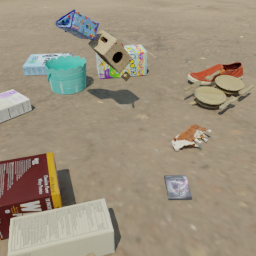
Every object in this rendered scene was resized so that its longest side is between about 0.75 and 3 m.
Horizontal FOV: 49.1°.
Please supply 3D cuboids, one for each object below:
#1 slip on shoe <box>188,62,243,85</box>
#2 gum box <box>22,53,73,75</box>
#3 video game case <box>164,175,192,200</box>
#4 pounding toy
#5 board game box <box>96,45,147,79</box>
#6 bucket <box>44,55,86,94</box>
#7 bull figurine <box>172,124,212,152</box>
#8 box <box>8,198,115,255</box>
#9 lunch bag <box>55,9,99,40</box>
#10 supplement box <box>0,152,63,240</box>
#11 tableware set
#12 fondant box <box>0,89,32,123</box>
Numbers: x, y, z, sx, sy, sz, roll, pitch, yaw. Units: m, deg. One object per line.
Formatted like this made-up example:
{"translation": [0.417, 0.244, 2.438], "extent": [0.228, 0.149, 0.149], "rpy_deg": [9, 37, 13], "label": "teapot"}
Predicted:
{"translation": [4.339, -2.737, 13.846], "extent": [2.956, 0.905, 1.095], "rpy_deg": [-8, 35, -10], "label": "slip on shoe"}
{"translation": [-4.329, -3.545, 15.421], "extent": [2.368, 0.528, 2.012], "rpy_deg": [-1, 33, -2], "label": "gum box"}
{"translation": [1.382, 1.646, 7.803], "extent": [0.643, 0.085, 0.899], "rpy_deg": [-1, 32, -1], "label": "video game case"}
{"translation": [-0.293, -2.535, 10.291], "extent": [0.840, 1.837, 1.613], "rpy_deg": [-48, 50, 2], "label": "pounding toy"}
{"translation": [-0.361, -3.465, 14.586], "extent": [2.472, 1.297, 1.274], "rpy_deg": [-7, 34, -9], "label": "board game box"}
{"translation": [-2.857, -2.503, 13.128], "extent": [1.972, 1.283, 1.972], "rpy_deg": [0, 32, 0], "label": "bucket"}
{"translation": [2.150, 0.337, 9.452], "extent": [0.941, 0.505, 1.550], "rpy_deg": [22, 40, 27], "label": "bull figurine"}
{"translation": [-1.393, 2.328, 6.060], "extent": [2.089, 0.812, 0.992], "rpy_deg": [-8, 34, -12], "label": "box"}
{"translation": [-1.831, -3.452, 9.713], "extent": [1.021, 0.638, 1.356], "rpy_deg": [15, -4, -41], "label": "lunch bag"}
{"translation": [-2.524, 1.618, 6.912], "extent": [1.641, 1.089, 1.618], "rpy_deg": [-10, 34, -15], "label": "supplement box"}
{"translation": [4.001, -1.539, 12.278], "extent": [2.919, 0.585, 1.930], "rpy_deg": [-30, 50, -34], "label": "tableware set"}
{"translation": [-5.093, -0.813, 11.163], "extent": [1.407, 0.568, 1.950], "rpy_deg": [27, 40, 35], "label": "fondant box"}
